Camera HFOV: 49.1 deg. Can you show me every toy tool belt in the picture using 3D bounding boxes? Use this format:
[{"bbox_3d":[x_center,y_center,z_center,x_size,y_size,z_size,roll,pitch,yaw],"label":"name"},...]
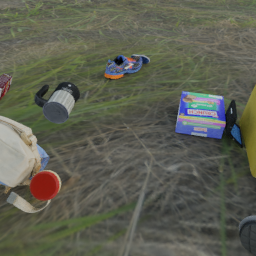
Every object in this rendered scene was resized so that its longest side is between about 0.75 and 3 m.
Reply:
[{"bbox_3d":[-2.569,0.748,6.413,2.579,1.585,1.610,30,82,2],"label":"toy tool belt"}]

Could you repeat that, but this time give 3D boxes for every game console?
[{"bbox_3d":[3.193,-0.141,8.177,0.628,0.949,1.079,16,37,5],"label":"game console"}]

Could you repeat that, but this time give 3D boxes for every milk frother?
[{"bbox_3d":[-2.179,-0.599,8.556,1.168,1.294,1.217,9,37,4],"label":"milk frother"}]

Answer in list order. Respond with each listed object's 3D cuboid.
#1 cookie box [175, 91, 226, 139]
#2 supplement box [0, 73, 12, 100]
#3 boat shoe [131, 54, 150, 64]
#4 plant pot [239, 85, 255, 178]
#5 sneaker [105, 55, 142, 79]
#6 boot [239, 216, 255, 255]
[{"bbox_3d":[2.319,-0.455,8.951,1.408,0.618,1.645,9,38,9],"label":"cookie box"},{"bbox_3d":[-4.567,-1.438,10.048,0.347,0.621,1.141,21,31,-13],"label":"supplement box"},{"bbox_3d":[0.642,-3.277,13.060,1.005,0.363,0.364,23,40,28],"label":"boat shoe"},{"bbox_3d":[4.662,-0.427,7.165,2.624,2.702,2.642,6,36,8],"label":"plant pot"},{"bbox_3d":[-0.118,-2.736,11.939,0.770,0.801,2.043,29,45,32],"label":"sneaker"},{"bbox_3d":[3.404,1.769,5.821,2.737,0.955,1.802,9,33,-5],"label":"boot"}]
